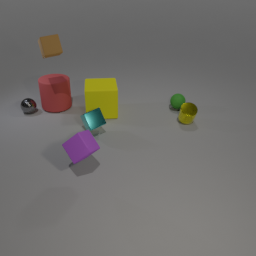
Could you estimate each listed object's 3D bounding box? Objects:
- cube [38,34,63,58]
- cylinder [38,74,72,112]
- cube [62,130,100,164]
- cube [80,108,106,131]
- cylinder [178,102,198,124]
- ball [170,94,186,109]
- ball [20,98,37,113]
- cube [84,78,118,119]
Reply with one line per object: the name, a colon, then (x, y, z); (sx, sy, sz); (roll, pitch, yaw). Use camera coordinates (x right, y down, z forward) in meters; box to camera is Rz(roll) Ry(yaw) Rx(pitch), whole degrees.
cube: (-2.984, -3.127, 10.748); (0.700, 0.700, 0.700); (-18, 12, -21)
cylinder: (-3.383, -1.652, 13.066); (1.400, 1.400, 1.400); (1, 29, 0)
cube: (-1.416, 0.560, 8.519); (0.700, 0.700, 0.700); (-35, -5, 20)
cube: (-1.378, -0.332, 11.077); (0.700, 0.700, 0.700); (-26, 6, -20)
cylinder: (2.532, -0.615, 11.876); (0.700, 0.700, 0.700); (0, 61, -1)
ball: (2.304, -1.242, 12.944); (0.700, 0.700, 0.700); (0, 32, 0)
ball: (-4.526, -1.014, 12.755); (0.700, 0.700, 0.700); (0, 32, 0)
cube: (-1.197, -1.330, 12.569); (1.400, 1.400, 1.400); (-3, 32, -6)
